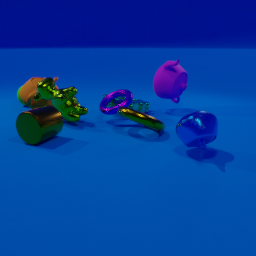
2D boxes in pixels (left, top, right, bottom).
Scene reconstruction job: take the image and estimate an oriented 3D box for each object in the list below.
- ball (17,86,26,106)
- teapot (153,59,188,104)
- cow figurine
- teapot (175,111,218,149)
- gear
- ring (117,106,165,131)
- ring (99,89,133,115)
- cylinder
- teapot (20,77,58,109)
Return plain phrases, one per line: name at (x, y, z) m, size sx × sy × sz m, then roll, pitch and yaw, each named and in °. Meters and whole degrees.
ball at (-3.608, -1.185, 10.144) m, size 0.774 × 0.774 × 0.774 m, roll 0°, pitch 17°, yaw 0°
teapot at (1.446, -1.521, 9.050) m, size 0.972 × 1.986 × 1.235 m, roll 29°, pitch 64°, yaw 31°
cow figurine at (-1.970, -0.773, 8.046) m, size 1.419 × 1.443 × 0.792 m, roll -3°, pitch 34°, yaw 45°
teapot at (1.431, 0.073, 5.682) m, size 0.873 × 0.687 × 1.403 m, roll -14°, pitch -24°, yaw 5°
gear at (-0.067, -0.818, 9.217) m, size 1.551 × 0.287 × 1.551 m, roll 10°, pitch 11°, yaw -2°
ring at (0.338, -0.233, 7.161) m, size 1.299 × 0.260 × 1.299 m, roll 22°, pitch 1°, yaw 0°
ring at (-0.347, -0.761, 8.110) m, size 1.054 × 0.211 × 1.054 m, roll -18°, pitch 36°, yaw 14°
cylinder at (-2.069, -0.088, 6.595) m, size 0.781 × 0.781 × 0.781 m, roll 8°, pitch 19°, yaw 24°
teapot at (-2.824, -1.207, 9.290) m, size 1.280 × 1.008 × 2.059 m, roll 29°, pitch 24°, yaw -4°
